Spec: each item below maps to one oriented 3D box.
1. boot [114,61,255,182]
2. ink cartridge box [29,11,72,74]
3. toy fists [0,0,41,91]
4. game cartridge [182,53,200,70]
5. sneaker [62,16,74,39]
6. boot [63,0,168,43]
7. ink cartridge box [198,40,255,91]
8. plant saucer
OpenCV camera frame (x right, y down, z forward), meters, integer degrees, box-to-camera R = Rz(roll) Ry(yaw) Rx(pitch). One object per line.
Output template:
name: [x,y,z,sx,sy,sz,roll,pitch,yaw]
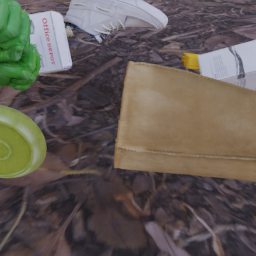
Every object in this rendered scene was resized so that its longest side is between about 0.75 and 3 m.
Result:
boot: [1.088,0.472,3.320,2.540,2.225,0.840,7,21,-3]
ink cartridge box: [-2.766,-2.217,7.685,2.104,1.533,0.892,-8,16,5]
toy fists: [-2.291,-1.412,5.070,1.234,2.420,0.832,-8,70,-11]
game cartridge: [2.709,-1.846,8.162,2.165,0.398,2.456,8,19,6]
sneaker: [-2.580,-3.238,9.130,0.767,0.889,2.028,-17,16,20]
boot: [-0.432,-3.072,8.176,2.966,1.417,1.091,25,1,16]
ink cartridge box: [2.480,-1.244,6.138,1.749,1.284,0.725,-12,73,14]
plant saucer: [-1.983,0.296,4.338,1.376,1.376,0.214,0,31,0]
